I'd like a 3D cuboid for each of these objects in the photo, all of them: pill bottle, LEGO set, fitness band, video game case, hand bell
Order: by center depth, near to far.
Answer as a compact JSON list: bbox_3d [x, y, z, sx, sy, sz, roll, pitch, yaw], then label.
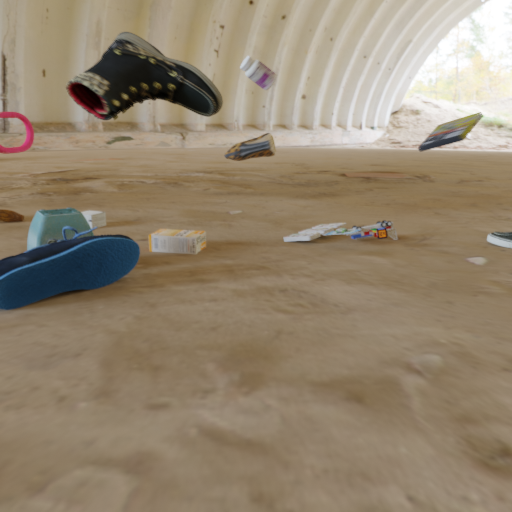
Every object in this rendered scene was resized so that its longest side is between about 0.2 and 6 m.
[{"bbox_3d":[-4.137,-2.073,9.426,0.177,0.678,0.945,-3,13,24],"label":"fitness band"},{"bbox_3d":[3.323,-2.117,9.597,0.789,0.111,0.873,-46,21,-29],"label":"video game case"},{"bbox_3d":[0.036,-3.425,10.466,0.650,0.365,0.365,32,1,-23],"label":"pill bottle"},{"bbox_3d":[1.897,-0.403,11.655,2.152,0.528,1.608,-2,11,38],"label":"LEGO set"},{"bbox_3d":[-6.659,-1.075,13.671,1.854,0.965,0.965,9,11,-16],"label":"hand bell"}]

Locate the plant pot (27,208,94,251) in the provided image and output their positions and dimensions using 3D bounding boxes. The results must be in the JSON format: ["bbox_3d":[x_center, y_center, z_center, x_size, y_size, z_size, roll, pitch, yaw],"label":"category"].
[{"bbox_3d":[-3.209,-0.231,9.234,1.033,1.052,1.030,-8,17,-29],"label":"plant pot"}]

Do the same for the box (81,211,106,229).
[{"bbox_3d":[-3.923,-0.862,13.277,0.516,0.339,0.519,7,15,25],"label":"box"}]

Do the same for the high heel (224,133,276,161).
[{"bbox_3d":[-0.116,-2.414,12.646,1.040,0.521,1.459,-11,9,11],"label":"high heel"}]

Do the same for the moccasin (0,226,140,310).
[{"bbox_3d":[-2.868,0.030,8.216,0.825,0.974,2.420,27,26,36],"label":"moccasin"}]

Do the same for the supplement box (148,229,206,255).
[{"bbox_3d":[-1.523,-0.287,10.892,0.967,0.355,0.609,3,15,12],"label":"supplement box"}]

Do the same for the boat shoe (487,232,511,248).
[{"bbox_3d":[5.385,-0.392,11.059,1.514,0.482,0.535,8,16,30],"label":"boat shoe"}]

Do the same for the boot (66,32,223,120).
[{"bbox_3d":[-2.251,-3.287,11.453,2.695,0.973,2.036,32,54,2],"label":"boot"}]
